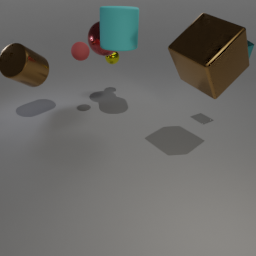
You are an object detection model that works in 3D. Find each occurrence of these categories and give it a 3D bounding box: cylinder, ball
[{"bbox_3d":[-4.158,-2.495,11.291,1.400,1.400,1.400,13,-2,22],"label":"cylinder"},{"bbox_3d":[-0.761,-3.441,13.575,0.700,0.700,0.700,0,29,0],"label":"ball"},{"bbox_3d":[-1.811,-2.917,10.649,0.700,0.700,0.700,0,29,0],"label":"ball"},{"bbox_3d":[-0.977,-3.719,11.647,1.400,1.400,1.400,0,29,0],"label":"ball"},{"bbox_3d":[-0.321,-3.631,10.172,1.400,1.400,1.400,1,27,-1],"label":"cylinder"}]

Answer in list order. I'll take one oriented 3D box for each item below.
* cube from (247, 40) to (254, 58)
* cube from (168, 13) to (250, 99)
[{"bbox_3d":[3.627,-2.562,9.386,0.700,0.700,0.700,-24,51,-20],"label":"cube"},{"bbox_3d":[2.185,-1.923,7.524,1.400,1.400,1.400,-45,51,-4],"label":"cube"}]
